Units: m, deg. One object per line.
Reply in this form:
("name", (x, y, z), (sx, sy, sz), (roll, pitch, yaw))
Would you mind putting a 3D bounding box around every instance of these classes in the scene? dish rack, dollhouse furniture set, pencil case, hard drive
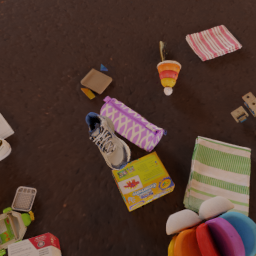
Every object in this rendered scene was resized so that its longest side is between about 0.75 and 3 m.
("dish rack", (-3.425, 2.370, 9.300), (0.666, 0.169, 0.776), (8, 60, 3))
("dollhouse furniture set", (4.556, -0.730, 10.940), (1.046, 0.737, 0.733), (-35, 61, 14))
("pencil case", (0.122, -0.134, 10.260), (2.483, 1.062, 1.042), (32, 67, 18))
("hard drive", (-5.073, -0.052, 10.721), (0.859, 0.174, 1.302), (-36, 65, -19))

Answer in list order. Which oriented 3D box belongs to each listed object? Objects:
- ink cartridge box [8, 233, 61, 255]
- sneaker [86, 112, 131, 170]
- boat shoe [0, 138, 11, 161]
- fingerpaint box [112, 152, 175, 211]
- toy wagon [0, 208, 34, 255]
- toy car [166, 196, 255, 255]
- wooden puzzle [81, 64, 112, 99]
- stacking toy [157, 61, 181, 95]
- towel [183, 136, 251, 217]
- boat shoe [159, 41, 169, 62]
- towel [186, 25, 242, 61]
("ink cartridge box", (-2.484, 3.987, 7.758), (1.187, 1.182, 1.634), (-15, 61, -9))
("sneaker", (-0.525, 0.250, 6.005), (0.611, 0.675, 1.585), (-43, 50, 10))
("boat shoe", (-5.050, 1.125, 9.603), (0.779, 0.899, 2.109), (40, 67, 21))
("fingerpaint box", (0.490, 1.776, 9.391), (1.650, 0.605, 1.376), (-23, 61, -12))
("toy wagon", (-3.682, 3.143, 8.762), (1.598, 0.316, 1.240), (-25, 63, -15))
("toy car", (2.412, 3.158, 7.657), (2.623, 1.967, 2.296), (-19, 68, -8))
("wooden puzzle", (-1.341, -1.959, 11.854), (1.106, 0.192, 1.639), (37, 66, 15))
("stacking toy", (1.690, -2.005, 11.615), (1.000, 1.000, 1.369), (2, 78, 1))
("towel", (3.136, 1.690, 9.614), (2.090, 0.321, 2.741), (14, 60, 7))
("boat shoe", (1.622, -3.437, 12.550), (0.405, 0.458, 1.250), (-3, 59, 4))
("towel", (3.967, -3.990, 12.954), (2.179, 0.326, 1.595), (-21, 62, -12))
